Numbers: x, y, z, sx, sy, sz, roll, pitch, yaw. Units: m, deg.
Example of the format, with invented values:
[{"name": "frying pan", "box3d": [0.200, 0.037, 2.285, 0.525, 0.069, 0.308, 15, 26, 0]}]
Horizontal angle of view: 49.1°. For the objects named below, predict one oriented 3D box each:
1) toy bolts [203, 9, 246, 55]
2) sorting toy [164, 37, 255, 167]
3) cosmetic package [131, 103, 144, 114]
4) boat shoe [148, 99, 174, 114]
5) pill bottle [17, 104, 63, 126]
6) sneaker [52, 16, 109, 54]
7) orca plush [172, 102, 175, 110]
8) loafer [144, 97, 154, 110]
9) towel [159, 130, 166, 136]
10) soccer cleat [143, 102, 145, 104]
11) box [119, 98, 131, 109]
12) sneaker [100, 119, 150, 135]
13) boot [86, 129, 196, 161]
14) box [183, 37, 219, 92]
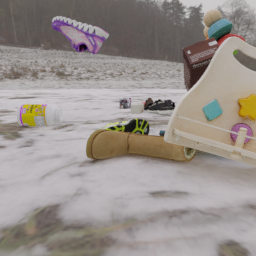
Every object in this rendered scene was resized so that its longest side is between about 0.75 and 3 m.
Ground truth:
[{"name": "toy bolts", "box3d": [2.924, -3.121, 10.178, 2.197, 1.595, 2.300, -27, -6, -1]}, {"name": "sorting toy", "box3d": [2.412, -0.490, 5.421, 2.681, 2.414, 1.432, 18, 3, 19]}, {"name": "cosmetic package", "box3d": [0.527, -1.088, 15.475, 0.560, 0.473, 1.083, 3, 10, 15]}, {"name": "boat shoe", "box3d": [1.695, -1.176, 14.951, 0.902, 0.737, 2.443, -6, 7, -13]}, {"name": "pill bottle", "box3d": [-3.497, -0.527, 11.189, 1.641, 0.855, 0.855, -1, 10, -3]}, {"name": "sneaker", "box3d": [-2.196, -3.896, 11.947, 2.694, 1.191, 1.084, 23, 11, 18]}, {"name": "orca plush", "box3d": [2.435, -1.260, 15.334, 0.681, 0.460, 1.295, -13, 38, -39]}, {"name": "loafer", "box3d": [1.226, -1.429, 16.426, 0.495, 0.481, 1.355, -4, -14, -13]}, {"name": "towel", "box3d": [1.921, 0.269, 7.204, 2.032, 0.220, 1.490, 3, -11, 16]}, {"name": "soccer cleat", "box3d": [1.254, -1.404, 17.756, 1.263, 0.421, 0.483, -11, -20, -20]}, {"name": "box", "box3d": [-0.158, -1.590, 17.807, 0.558, 0.643, 0.973, 2, 10, 13]}, {"name": "sneaker", "box3d": [-0.138, 0.037, 8.523, 1.853, 0.699, 0.708, -5, 12, -35]}, {"name": "boot", "box3d": [0.341, 0.415, 6.463, 2.073, 0.686, 1.815, 6, 12, 28]}, {"name": "box", "box3d": [2.473, -1.919, 9.397, 1.045, 0.782, 2.087, -19, -30, 4]}]
